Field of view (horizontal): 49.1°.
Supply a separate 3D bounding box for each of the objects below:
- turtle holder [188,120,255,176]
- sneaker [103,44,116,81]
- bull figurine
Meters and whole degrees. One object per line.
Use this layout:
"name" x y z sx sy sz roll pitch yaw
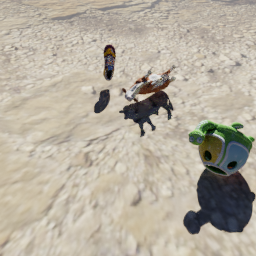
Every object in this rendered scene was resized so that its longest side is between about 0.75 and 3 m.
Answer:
"turtle holder" 2.117 0.427 6.326 1.127 1.483 1.053 15 72 36
"sneaker" -0.613 -2.226 9.596 0.458 1.222 0.551 -3 27 -12
"bull figurine" 0.740 -1.437 9.066 1.980 1.202 0.645 -26 88 -37
